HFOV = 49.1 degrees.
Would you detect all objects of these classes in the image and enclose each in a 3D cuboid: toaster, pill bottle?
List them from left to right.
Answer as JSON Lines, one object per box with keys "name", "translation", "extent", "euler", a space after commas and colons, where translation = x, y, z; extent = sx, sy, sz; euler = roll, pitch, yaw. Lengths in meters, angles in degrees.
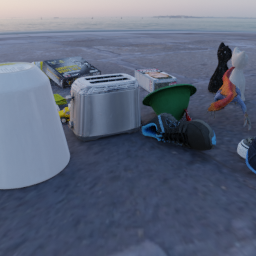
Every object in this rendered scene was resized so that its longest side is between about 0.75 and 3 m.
{"name": "pill bottle", "translation": [-4.317, -2.865, 13.958], "extent": [1.517, 0.853, 0.853], "euler": [-6, 24, -12]}
{"name": "toaster", "translation": [-0.551, -0.656, 8.003], "extent": [2.378, 1.536, 1.351], "euler": [-10, 26, -21]}

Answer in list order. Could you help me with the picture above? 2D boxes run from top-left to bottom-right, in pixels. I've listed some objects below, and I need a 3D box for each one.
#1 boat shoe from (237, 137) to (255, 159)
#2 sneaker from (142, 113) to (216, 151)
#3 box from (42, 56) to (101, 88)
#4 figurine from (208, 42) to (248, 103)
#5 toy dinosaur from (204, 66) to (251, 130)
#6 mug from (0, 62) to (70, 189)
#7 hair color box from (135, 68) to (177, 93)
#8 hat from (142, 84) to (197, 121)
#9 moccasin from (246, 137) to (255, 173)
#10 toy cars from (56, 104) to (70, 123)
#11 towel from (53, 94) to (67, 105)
{"name": "boat shoe", "translation": [3.856, 0.436, 6.251], "extent": [2.585, 0.917, 0.932], "euler": [8, 25, 19]}
{"name": "sneaker", "translation": [1.244, 0.189, 7.162], "extent": [0.890, 0.796, 2.173], "euler": [-21, 21, -29]}
{"name": "box", "translation": [-2.676, -2.731, 13.392], "extent": [2.198, 0.531, 1.741], "euler": [-22, 52, -42]}
{"name": "figurine", "translation": [3.959, -2.204, 10.964], "extent": [0.891, 2.020, 2.071], "euler": [-3, 24, -8]}
{"name": "toy dinosaur", "translation": [2.919, -1.019, 8.672], "extent": [1.292, 2.461, 2.233], "euler": [-9, -12, 17]}
{"name": "mug", "translation": [-2.736, -0.231, 6.155], "extent": [2.721, 2.233, 2.179], "euler": [5, 25, 12]}
{"name": "hair color box", "translation": [1.168, -2.126, 12.482], "extent": [1.091, 0.668, 2.203], "euler": [-8, 25, -18]}
{"name": "hat", "translation": [1.458, -0.195, 8.591], "extent": [1.749, 1.858, 2.111], "euler": [-19, -14, 22]}
{"name": "moccasin", "translation": [3.694, 0.753, 5.253], "extent": [2.702, 0.921, 1.087], "euler": [9, 45, 17]}
{"name": "toy cars", "translation": [-2.343, -0.609, 9.215], "extent": [2.192, 0.485, 0.983], "euler": [11, 25, 25]}
{"name": "towel", "translation": [-3.760, -0.904, 10.195], "extent": [2.841, 0.257, 1.223], "euler": [-13, 28, -29]}
